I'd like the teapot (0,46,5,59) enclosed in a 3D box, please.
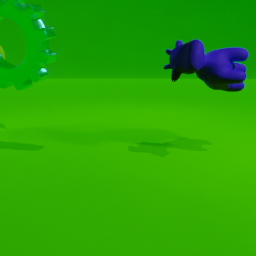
[{"bbox_3d":[-4.101,-2.021,7.926,1.916,1.191,0.938,39,-10,-11],"label":"teapot"}]

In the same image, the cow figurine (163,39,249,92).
[{"bbox_3d":[1.625,-1.252,5.828,1.587,0.885,1.612,6,-6,20],"label":"cow figurine"}]

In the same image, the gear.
[{"bbox_3d":[-2.283,-1.655,5.425,1.799,1.799,0.333,3,21,15],"label":"gear"}]
